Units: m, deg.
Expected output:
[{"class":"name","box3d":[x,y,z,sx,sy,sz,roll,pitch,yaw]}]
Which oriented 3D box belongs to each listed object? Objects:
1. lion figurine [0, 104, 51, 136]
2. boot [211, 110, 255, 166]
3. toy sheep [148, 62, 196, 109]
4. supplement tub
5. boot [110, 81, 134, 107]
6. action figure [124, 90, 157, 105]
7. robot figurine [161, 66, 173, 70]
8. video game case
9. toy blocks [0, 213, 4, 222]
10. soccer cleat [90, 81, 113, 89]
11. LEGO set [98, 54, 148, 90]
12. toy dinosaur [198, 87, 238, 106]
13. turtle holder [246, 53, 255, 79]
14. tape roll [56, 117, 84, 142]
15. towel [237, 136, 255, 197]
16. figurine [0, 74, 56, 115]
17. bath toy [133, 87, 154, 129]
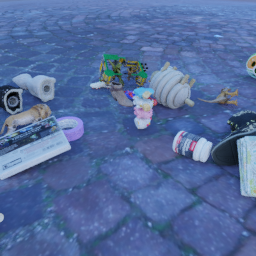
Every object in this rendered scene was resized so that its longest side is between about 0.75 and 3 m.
[{"class":"lion figurine","box3d":[-4.261,-0.343,11.463,2.337,0.847,1.431,-13,38,-22]},{"class":"boot","box3d":[4.136,0.280,10.420,2.881,1.040,2.176,-27,14,0]},{"class":"toy sheep","box3d":[2.044,-1.855,13.038,1.895,1.895,2.748,-20,46,-28]},{"class":"supplement tub","box3d":[2.266,0.649,9.909,1.182,0.829,0.829,22,38,31]},{"class":"boot","box3d":[-0.285,-1.417,11.551,1.175,0.859,0.413,23,47,29]},{"class":"action figure","box3d":[0.358,-1.590,13.737,2.572,0.665,0.841,26,36,32]},{"class":"robot figurine","box3d":[2.297,-3.275,16.414,0.836,0.557,0.986,-48,47,-7]},{"class":"video game case","box3d":[-3.502,0.597,10.056,2.439,0.285,2.217,-25,38,-15]},{"class":"toy blocks","box3d":[-4.252,2.356,6.744,1.405,1.669,1.560,-30,21,40]},{"class":"soccer cleat","box3d":[-1.401,-2.394,15.073,1.288,0.499,0.446,-1,32,-1]},{"class":"LEGO set","box3d":[-0.407,-2.746,15.114,2.801,1.623,2.154,-8,56,-25]},{"class":"toy dinosaur","box3d":[4.528,-1.395,13.478,1.349,0.767,2.541,1,18,38]},{"class":"turtle holder","box3d":[7.572,-3.270,15.846,1.447,1.904,1.352,-21,20,31]},{"class":"tape roll","box3d":[-2.445,0.029,11.288,1.286,0.422,1.286,0,33,0]},{"class":"towel","box3d":[4.494,1.203,8.517,2.186,0.526,1.871,3,71,5]},{"class":"figurine","box3d":[-5.457,-1.969,13.879,2.827,1.247,2.898,22,37,37]},{"class":"bath toy","box3d":[0.653,-0.705,10.963,0.709,1.917,0.834,-20,51,-15]}]
